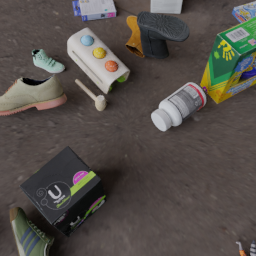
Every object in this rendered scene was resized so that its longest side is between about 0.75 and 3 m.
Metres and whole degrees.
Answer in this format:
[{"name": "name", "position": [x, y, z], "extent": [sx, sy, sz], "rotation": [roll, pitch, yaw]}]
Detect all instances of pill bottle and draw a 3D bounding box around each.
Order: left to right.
[{"name": "pill bottle", "position": [1.537, -0.628, 8.623], "extent": [1.633, 0.904, 0.904], "rotation": [-36, 66, -17]}]

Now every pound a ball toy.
[{"name": "pound a ball toy", "position": [-1.071, -1.967, 9.112], "extent": [1.571, 1.024, 2.410], "rotation": [-39, 80, -24]}]

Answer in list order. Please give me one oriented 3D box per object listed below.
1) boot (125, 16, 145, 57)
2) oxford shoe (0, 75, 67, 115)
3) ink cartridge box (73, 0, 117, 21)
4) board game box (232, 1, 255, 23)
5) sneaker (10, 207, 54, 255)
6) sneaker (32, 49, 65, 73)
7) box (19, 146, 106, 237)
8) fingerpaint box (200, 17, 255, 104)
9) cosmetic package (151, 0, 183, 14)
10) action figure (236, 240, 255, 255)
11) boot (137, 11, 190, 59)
[{"name": "boot", "position": [0.278, -3.400, 10.367], "extent": [1.716, 0.604, 1.228], "rotation": [40, 63, 14]}, {"name": "oxford shoe", "position": [-3.307, -1.062, 8.575], "extent": [2.717, 1.003, 0.962], "rotation": [-10, 29, 0]}, {"name": "ink cartridge box", "position": [-1.368, -4.833, 11.359], "extent": [1.654, 0.347, 0.987], "rotation": [-9, 61, -9]}, {"name": "board game box", "position": [5.274, -4.564, 11.218], "extent": [1.771, 0.305, 1.198], "rotation": [-20, 62, -11]}, {"name": "sneaker", "position": [-2.250, 2.776, 6.882], "extent": [0.861, 0.643, 1.919], "rotation": [-18, 66, -13]}, {"name": "sneaker", "position": [-2.802, -2.344, 9.733], "extent": [1.182, 0.697, 0.435], "rotation": [17, 60, 8]}, {"name": "box", "position": [-1.449, 1.605, 6.786], "extent": [1.179, 1.897, 1.409], "rotation": [41, 68, 20]}, {"name": "fingerpaint box", "position": [3.868, -2.263, 8.769], "extent": [2.748, 2.292, 1.008], "rotation": [-27, 64, -14]}, {"name": "cosmetic package", "position": [1.533, -5.591, 10.651], "extent": [1.298, 2.300, 0.933], "rotation": [4, 60, 3]}, {"name": "action figure", "position": [2.758, 3.262, 6.616], "extent": [1.180, 0.617, 1.142], "rotation": [13, 53, 8]}, {"name": "boot", "position": [1.119, -2.706, 8.828], "extent": [1.638, 1.987, 0.652], "rotation": [28, 80, 15]}]
